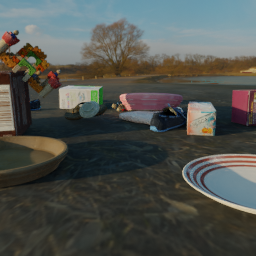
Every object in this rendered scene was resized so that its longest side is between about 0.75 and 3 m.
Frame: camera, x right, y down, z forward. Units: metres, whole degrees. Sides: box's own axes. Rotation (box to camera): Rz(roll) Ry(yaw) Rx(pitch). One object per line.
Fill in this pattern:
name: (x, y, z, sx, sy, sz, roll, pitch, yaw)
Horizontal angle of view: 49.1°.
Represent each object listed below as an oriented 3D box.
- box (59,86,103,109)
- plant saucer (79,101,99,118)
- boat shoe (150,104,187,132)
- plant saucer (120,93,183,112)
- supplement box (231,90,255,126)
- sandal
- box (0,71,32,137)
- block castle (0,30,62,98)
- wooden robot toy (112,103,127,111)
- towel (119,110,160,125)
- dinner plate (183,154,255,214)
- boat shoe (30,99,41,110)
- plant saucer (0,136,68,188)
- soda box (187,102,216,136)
box: (-2.602, -1.751, 16.024, 2.149, 1.177, 2.435, 2, 12, 0)
plant saucer: (-1.457, -0.731, 10.373, 0.788, 0.198, 0.788, -8, 54, 11)
boat shoe: (1.579, -0.433, 10.153, 0.905, 0.739, 2.151, 10, 19, 29)
plant saucer: (1.094, -1.173, 13.291, 2.954, 0.749, 2.954, 0, 2, 0)
supplement box: (5.275, -0.840, 11.034, 2.051, 1.343, 1.058, -2, 10, -14)
sandal: (-1.759, -0.762, 11.329, 1.908, 0.521, 0.780, -4, 41, 28)
box: (-4.322, -0.768, 8.825, 1.987, 2.008, 2.420, -3, 12, -9)
block castle: (-2.973, -2.008, 8.599, 0.972, 2.072, 1.385, -44, 25, 1)
wooden robot toy: (-0.357, -1.043, 14.769, 1.090, 0.480, 0.495, -7, -22, -29)
towel: (0.936, -0.451, 11.680, 1.874, 0.316, 1.963, -10, 15, -44)
dinner plate: (2.311, 0.942, 4.731, 2.740, 0.332, 2.740, 1, 12, 0)
boat shoe: (-5.550, -1.239, 14.723, 0.788, 0.643, 1.873, 10, 15, 42)
plant saucer: (-2.687, 0.654, 5.953, 2.796, 0.412, 2.796, 1, 12, 0)
soda box: (2.617, -0.410, 10.122, 0.907, 0.843, 2.653, 2, 12, 12)
